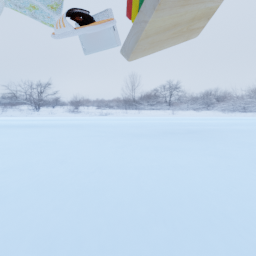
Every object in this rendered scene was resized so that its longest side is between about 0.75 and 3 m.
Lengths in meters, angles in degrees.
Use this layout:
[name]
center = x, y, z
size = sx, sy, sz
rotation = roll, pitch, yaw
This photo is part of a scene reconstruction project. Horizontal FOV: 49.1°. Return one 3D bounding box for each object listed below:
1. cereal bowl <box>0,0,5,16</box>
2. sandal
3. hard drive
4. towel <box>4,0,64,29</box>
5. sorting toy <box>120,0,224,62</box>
[cereal bowl]
center = -3.452, -2.619, 5.856
size = 1.070, 2.569, 2.569
rotation = 45, -10, -14
[sandal]
center = -1.179, -2.747, 7.117
size = 2.314, 0.663, 0.887
rotation = 8, 31, 43
[hard drive]
center = -0.870, -2.655, 7.887
size = 1.490, 0.983, 0.196
rotation = 1, 24, 45
[towel]
center = -2.800, -3.803, 7.792
size = 2.068, 0.582, 2.416
rotation = 20, -9, -14
[sorting toy]
center = 1.044, -2.725, 4.892
size = 2.679, 0.932, 2.663
rotation = -32, -17, -43
